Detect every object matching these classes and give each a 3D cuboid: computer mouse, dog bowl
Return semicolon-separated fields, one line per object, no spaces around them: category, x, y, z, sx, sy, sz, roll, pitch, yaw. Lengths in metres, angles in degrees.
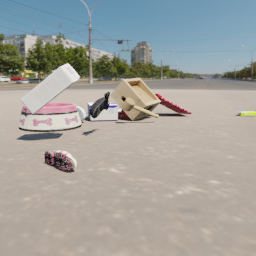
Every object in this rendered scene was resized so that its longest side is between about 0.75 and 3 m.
computer mouse;-1.032;-0.756;9.820;0.304;0.798;1.153;24;42;15
dog bowl;-3.250;-0.531;11.762;2.574;0.949;2.574;0;10;0

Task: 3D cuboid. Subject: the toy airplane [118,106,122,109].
toy airplane;-0.210;-1.364;17.394;0.856;0.607;0.860;-7;13;-32

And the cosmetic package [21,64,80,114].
cosmetic package;-2.343;-1.195;8.503;1.668;0.617;0.848;-36;13;16

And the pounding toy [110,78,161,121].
pounding toy;0.327;-1.035;13.333;2.430;1.265;2.766;50;30;12

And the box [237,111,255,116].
box;6.417;-0.775;15.162;0.949;0.226;0.578;1;10;8

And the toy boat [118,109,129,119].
toy boat;-0.230;-0.763;14.369;0.687;0.686;1.051;-31;11;1

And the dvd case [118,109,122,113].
dvd case;-0.704;-0.938;16.216;1.466;0.180;2.055;0;10;-1

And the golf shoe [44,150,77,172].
golf shoe;-1.456;0.692;6.432;0.521;0.411;1.132;-9;14;-42

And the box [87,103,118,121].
box;-1.266;-0.824;13.834;1.368;0.780;1.488;-2;10;-12

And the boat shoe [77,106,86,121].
boat shoe;-2.537;-0.777;13.503;2.213;0.783;1.004;6;16;41

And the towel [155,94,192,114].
towel;2.233;-1.293;15.127;2.162;0.243;1.564;25;-1;-16
